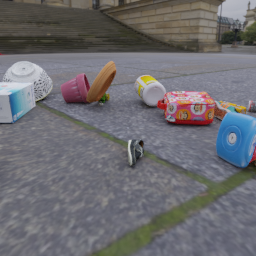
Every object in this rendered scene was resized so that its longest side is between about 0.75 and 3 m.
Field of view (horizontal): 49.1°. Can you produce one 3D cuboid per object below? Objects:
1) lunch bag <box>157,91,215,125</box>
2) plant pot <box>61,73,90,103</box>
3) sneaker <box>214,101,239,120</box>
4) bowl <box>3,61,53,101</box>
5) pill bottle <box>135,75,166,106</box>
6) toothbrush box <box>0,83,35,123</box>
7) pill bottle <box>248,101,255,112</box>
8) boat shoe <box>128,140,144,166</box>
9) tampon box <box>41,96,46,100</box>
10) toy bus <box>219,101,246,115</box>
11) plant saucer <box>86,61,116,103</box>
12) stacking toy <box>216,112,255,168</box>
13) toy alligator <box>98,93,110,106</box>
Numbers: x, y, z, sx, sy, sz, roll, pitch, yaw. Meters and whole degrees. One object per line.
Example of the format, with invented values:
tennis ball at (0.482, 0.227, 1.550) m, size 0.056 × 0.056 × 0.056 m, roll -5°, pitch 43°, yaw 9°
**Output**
lunch bag at (2.287, -0.903, 11.482) m, size 2.160 × 1.005 × 2.453 m, roll 2°, pitch 19°, yaw 5°
plant pot at (-2.591, -1.882, 13.992) m, size 1.291 × 1.443 × 1.443 m, roll -14°, pitch 19°, yaw 3°
sneaker at (4.002, -0.671, 11.555) m, size 0.696 × 0.622 × 1.742 m, roll 2°, pitch 23°, yaw -11°
bowl at (-5.279, -2.590, 14.341) m, size 2.600 × 1.220 × 2.600 m, roll 3°, pitch 49°, yaw -3°
pill bottle at (1.003, -1.906, 13.707) m, size 1.137 × 1.137 × 2.082 m, roll -4°, pitch 25°, yaw -12°
toothbrush box at (-5.418, -1.156, 11.955) m, size 2.048 × 1.193 × 2.797 m, roll 1°, pitch 18°, yaw 1°
pill bottle at (5.789, -0.945, 12.441) m, size 0.819 × 0.474 × 0.474 m, roll 8°, pitch 21°, yaw 20°
boat shoe at (0.224, 0.637, 7.823) m, size 0.455 × 0.483 × 1.346 m, roll -3°, pitch 17°, yaw 6°
tampon box at (-5.322, -2.148, 14.937) m, size 1.777 × 1.122 × 1.331 m, roll -3°, pitch 19°, yaw -8°
toy bus at (4.380, -0.791, 12.028) m, size 0.553 × 0.460 × 1.412 m, roll -12°, pitch 23°, yaw -29°
plant saucer at (-1.151, -2.046, 12.911) m, size 0.406 × 2.171 × 2.171 m, roll 33°, pitch 23°, yaw 1°
stacking toy at (3.791, 0.410, 7.833) m, size 2.333 × 1.354 × 1.280 m, roll 7°, pitch 11°, yaw -23°
toy alligator at (-1.264, -1.529, 14.118) m, size 0.572 × 0.415 × 1.726 m, roll -9°, pitch 18°, yaw 4°
